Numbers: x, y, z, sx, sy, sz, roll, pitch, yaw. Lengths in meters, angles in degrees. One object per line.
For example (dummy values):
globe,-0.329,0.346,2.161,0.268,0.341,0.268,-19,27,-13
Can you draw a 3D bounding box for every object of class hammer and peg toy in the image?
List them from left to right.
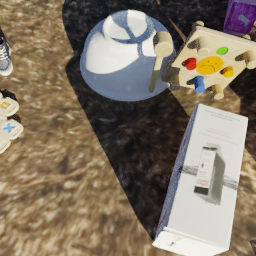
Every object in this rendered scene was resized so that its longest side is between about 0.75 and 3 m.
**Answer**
hammer and peg toy,1.586,-1.599,6.726,2.534,1.864,0.894,8,59,-16

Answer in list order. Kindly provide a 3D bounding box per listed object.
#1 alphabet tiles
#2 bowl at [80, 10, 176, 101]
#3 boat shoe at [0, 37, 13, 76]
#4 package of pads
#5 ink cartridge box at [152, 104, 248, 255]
alphabet tiles,-3.900,0.003,7.062,2.265,0.169,2.316,27,63,14
bowl,0.029,-2.284,7.774,2.925,1.315,2.925,0,59,0
boat shoe,-3.642,-2.100,8.100,0.434,0.539,1.163,-14,60,-8
package of pads,3.713,-4.157,8.825,0.880,1.401,2.326,16,60,10
ink cartridge box,1.369,1.093,5.447,1.026,1.818,2.476,17,62,8
